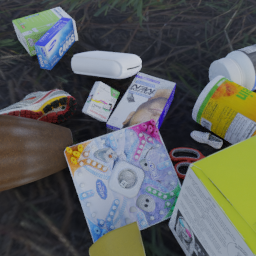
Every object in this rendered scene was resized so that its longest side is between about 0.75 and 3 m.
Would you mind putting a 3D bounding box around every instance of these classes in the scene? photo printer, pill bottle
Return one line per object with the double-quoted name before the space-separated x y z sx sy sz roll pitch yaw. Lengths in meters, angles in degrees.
"photo printer" -0.619 -2.152 9.450 2.017 0.701 1.678 12 23 23
"pill bottle" 3.372 -0.191 7.871 2.776 1.542 1.542 36 59 24
"pill bottle" 4.132 -1.990 9.354 2.570 1.462 1.462 -20 54 -13

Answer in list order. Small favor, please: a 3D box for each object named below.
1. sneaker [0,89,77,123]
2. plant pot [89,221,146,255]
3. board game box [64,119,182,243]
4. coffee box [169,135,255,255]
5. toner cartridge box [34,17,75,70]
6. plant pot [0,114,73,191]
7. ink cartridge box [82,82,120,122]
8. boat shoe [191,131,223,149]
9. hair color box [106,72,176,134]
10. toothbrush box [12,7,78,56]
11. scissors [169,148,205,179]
"sneaker" -2.943 -0.453 8.519 2.652 1.032 1.090 -21 41 -24
"plant pot" -0.182 2.763 5.853 1.131 1.098 1.105 -13 52 -2
"board game box" -0.012 1.239 6.850 2.483 0.321 2.483 -19 78 -13
"coffee box" 2.917 1.982 5.236 2.950 2.922 2.955 -21 54 -16
"toner cartridge box" -2.565 -3.078 10.087 0.434 0.954 2.009 14 50 12
"plant pot" -2.553 0.567 7.203 2.147 2.007 2.007 -3 50 -21
"ink cartridge box" -0.768 -0.735 7.952 0.690 0.400 0.953 27 84 -28
"boat shoe" 2.334 0.269 8.278 0.955 0.331 0.338 21 54 16
"hair color box" 0.459 -0.566 8.667 1.338 0.794 2.448 19 55 14
"toothbrush box" -3.298 -3.913 11.242 2.068 0.890 1.506 -28 54 -20
"scissors" 2.499 0.984 7.795 2.678 0.187 0.980 1 50 2
